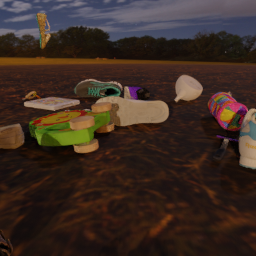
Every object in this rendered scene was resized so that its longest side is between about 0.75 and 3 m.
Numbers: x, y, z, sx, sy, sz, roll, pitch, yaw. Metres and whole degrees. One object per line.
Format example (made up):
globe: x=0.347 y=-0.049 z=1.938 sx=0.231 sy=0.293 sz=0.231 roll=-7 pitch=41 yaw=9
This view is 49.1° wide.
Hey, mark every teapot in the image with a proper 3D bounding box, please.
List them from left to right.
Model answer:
teapot: x=2.846 y=-1.824 z=13.611 sx=1.417 sy=1.035 sz=1.398 roll=12 pitch=40 yaw=-23

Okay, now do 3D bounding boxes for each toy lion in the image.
toy lion: x=-1.761 y=-0.068 z=7.942 sx=2.437 sy=0.873 sz=2.542 roll=-5 pitch=16 yaw=13

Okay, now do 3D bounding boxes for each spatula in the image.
spatula: x=2.367 y=0.461 z=6.923 sx=0.583 sy=0.212 sz=2.062 roll=15 pitch=22 yaw=23

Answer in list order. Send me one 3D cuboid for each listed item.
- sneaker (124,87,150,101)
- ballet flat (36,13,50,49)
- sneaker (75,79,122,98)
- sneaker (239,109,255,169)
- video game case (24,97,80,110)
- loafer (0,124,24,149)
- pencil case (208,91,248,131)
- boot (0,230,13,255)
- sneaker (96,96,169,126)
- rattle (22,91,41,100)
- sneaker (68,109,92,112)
sneaker: x=0.427 y=-1.507 z=12.713 sx=1.182 sy=0.826 sz=2.376 roll=1 pitch=16 yaw=-1
ballet flat: x=-2.168 y=-2.489 z=7.249 sx=0.332 sy=0.938 sz=0.332 roll=3 pitch=40 yaw=-3
sneaker: x=-1.432 y=-1.915 z=14.098 sx=2.463 sy=0.955 sz=1.123 roll=-4 pitch=20 yaw=-11
sneaker: x=3.257 y=0.067 z=6.702 sx=1.046 sy=1.104 sz=2.734 roll=5 pitch=16 yaw=23
video game case: x=-3.357 y=-1.108 z=12.450 sx=1.793 sy=0.205 sz=1.632 roll=9 pitch=18 yaw=29
loafer: x=-3.632 y=0.152 z=7.179 sx=1.905 sy=0.665 sz=0.666 roll=-1 pitch=16 yaw=-3
pencil case: x=3.327 y=-0.617 z=9.407 sx=1.002 sy=1.002 sz=2.267 roll=3 pitch=17 yaw=9
boot: x=-2.082 y=1.109 z=3.602 sx=1.771 sy=0.704 sz=2.034 roll=33 pitch=-5 yaw=25
sneaker: x=0.121 y=-0.553 z=9.562 sx=2.505 sy=0.957 sz=1.008 roll=7 pitch=7 yaw=3
rattle: x=-4.789 y=-1.449 z=13.831 sx=0.756 sy=0.540 sz=0.492 roll=-35 pitch=4 yaw=-38
sneaker: x=-1.690 y=-0.327 z=9.501 sx=1.172 sy=0.454 sz=0.534 roll=-5 pitch=29 yaw=3
